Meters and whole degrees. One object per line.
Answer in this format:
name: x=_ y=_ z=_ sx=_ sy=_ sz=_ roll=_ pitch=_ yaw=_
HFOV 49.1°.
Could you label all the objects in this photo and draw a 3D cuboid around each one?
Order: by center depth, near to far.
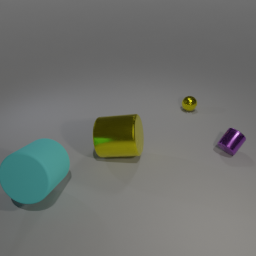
cylinder: x=-2.486 y=1.122 z=7.628 sx=1.400 sy=1.400 sz=1.400 roll=5 pitch=14 yaw=8
cylinder: x=-0.291 y=0.270 z=9.428 sx=1.400 sy=1.400 sz=1.400 roll=-4 pitch=28 yaw=15
cylinder: x=3.604 y=0.469 z=9.750 sx=0.700 sy=0.700 sz=0.700 roll=-50 pitch=45 yaw=-6
ball: x=2.816 y=-1.121 z=12.829 sx=0.700 sy=0.700 sz=0.700 roll=0 pitch=29 yaw=0
